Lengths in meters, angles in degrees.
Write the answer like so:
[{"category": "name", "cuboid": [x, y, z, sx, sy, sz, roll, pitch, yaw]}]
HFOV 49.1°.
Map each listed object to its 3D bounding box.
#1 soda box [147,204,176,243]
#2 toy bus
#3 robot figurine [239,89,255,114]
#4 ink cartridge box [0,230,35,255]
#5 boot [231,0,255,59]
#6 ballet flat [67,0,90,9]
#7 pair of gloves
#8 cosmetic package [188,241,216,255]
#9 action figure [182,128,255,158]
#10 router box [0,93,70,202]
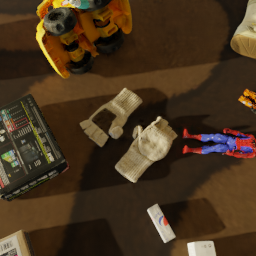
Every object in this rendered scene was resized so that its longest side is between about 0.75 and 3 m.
[{"category": "soda box", "cuboid": [0.791, 2.280, 6.710, 0.273, 0.293, 0.860, -25, 68, -11]}, {"category": "toy bus", "cuboid": [-1.736, -3.291, 8.425, 2.832, 1.921, 2.718, -42, 60, -13]}, {"category": "robot figurine", "cuboid": [3.644, -0.753, 8.071, 0.794, 0.231, 0.576, 35, 73, 14]}, {"category": "ink cartridge box", "cuboid": [-2.743, 3.016, 6.306, 1.179, 0.443, 0.972, -24, 67, -11]}, {"category": "boot", "cuboid": [4.855, -2.979, 8.639, 2.825, 1.028, 2.196, 21, 68, 13]}, {"category": "ballet flat", "cuboid": [-1.264, -2.845, 6.054, 0.899, 0.303, 0.316, 34, 45, -14]}, {"category": "pair of gloves", "cuboid": [0.056, 0.089, 7.616, 1.937, 0.399, 2.278, -40, 73, -16]}, {"category": "cosmetic package", "cuboid": [1.687, 3.192, 6.112, 0.488, 0.671, 1.319, -3, 65, -1]}, {"category": "action figure", "cuboid": [2.641, 0.415, 7.413, 2.295, 0.593, 0.751, 3, 64, -1]}, {"category": "router box", "cuboid": [-2.790, 0.461, 7.268, 1.726, 0.715, 2.303, -28, 69, -12]}]
